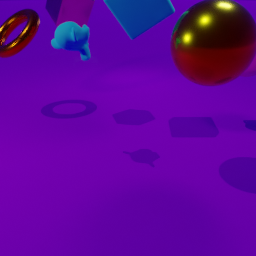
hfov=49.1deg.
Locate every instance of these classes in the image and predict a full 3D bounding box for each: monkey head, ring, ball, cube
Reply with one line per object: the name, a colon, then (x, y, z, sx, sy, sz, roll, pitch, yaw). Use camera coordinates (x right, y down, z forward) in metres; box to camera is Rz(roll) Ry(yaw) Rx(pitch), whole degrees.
monkey head: (-1.035, -1.608, 5.277, 0.615, 0.734, 1.020, -21, 14, -34)
ring: (-3.288, -2.778, 8.188, 1.733, 0.347, 1.733, -15, 56, 24)
ball: (1.388, -1.381, 4.608, 1.381, 1.381, 1.381, 0, 27, 0)
cube: (-1.479, -3.139, 7.082, 0.844, 0.844, 0.844, -10, 56, -37)
cube: (0.199, -2.990, 6.347, 1.152, 1.152, 1.152, -28, 43, 19)

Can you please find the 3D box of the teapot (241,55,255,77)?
teapot: (3.140, -1.873, 7.272, 1.712, 1.064, 0.838, 27, 29, -1)
